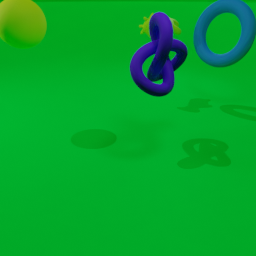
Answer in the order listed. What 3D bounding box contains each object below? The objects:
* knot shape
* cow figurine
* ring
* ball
[{"bbox_3d":[0.615,-1.331,5.667,0.747,1.616,1.512,13,64,27],"label":"knot shape"},{"bbox_3d":[0.942,-3.010,8.335,1.250,0.697,1.270,22,40,-17],"label":"cow figurine"},{"bbox_3d":[2.617,-2.603,7.748,0.366,1.828,1.828,-9,25,-43],"label":"ring"},{"bbox_3d":[-2.339,-2.285,6.126,1.068,1.068,1.068,0,27,0],"label":"ball"}]
